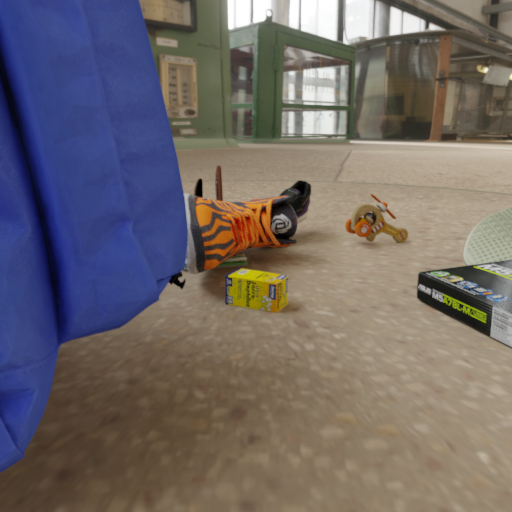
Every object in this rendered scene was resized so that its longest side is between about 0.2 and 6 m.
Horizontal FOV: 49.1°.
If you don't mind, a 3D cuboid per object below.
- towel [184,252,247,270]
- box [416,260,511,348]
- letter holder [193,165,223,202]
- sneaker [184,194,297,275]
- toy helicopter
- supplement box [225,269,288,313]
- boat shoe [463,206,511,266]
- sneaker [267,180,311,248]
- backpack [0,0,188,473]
[{"bbox_3d":[-0.944,-0.059,10.071,1.254,0.192,1.643,-5,16,-17],"label":"towel"},{"bbox_3d":[3.476,0.554,7.197,1.972,0.485,2.042,-8,17,-18],"label":"box"},{"bbox_3d":[-1.222,-1.191,11.944,0.999,1.412,1.987,0,15,-2],"label":"letter holder"},{"bbox_3d":[-0.215,-0.533,9.087,1.762,1.220,3.145,-5,12,4],"label":"sneaker"},{"bbox_3d":[2.462,-0.652,11.001,1.306,0.864,0.515,22,4,-21],"label":"toy helicopter"},{"bbox_3d":[0.005,0.465,7.637,0.777,0.423,0.425,7,16,25],"label":"supplement box"},{"bbox_3d":[4.633,-0.331,9.615,1.221,1.019,3.274,21,40,39],"label":"boat shoe"},{"bbox_3d":[0.512,-0.922,11.156,0.730,0.844,1.927,25,41,15],"label":"sneaker"},{"bbox_3d":[-3.066,-0.509,4.618,4.168,4.036,4.967,-9,8,-26],"label":"backpack"}]
